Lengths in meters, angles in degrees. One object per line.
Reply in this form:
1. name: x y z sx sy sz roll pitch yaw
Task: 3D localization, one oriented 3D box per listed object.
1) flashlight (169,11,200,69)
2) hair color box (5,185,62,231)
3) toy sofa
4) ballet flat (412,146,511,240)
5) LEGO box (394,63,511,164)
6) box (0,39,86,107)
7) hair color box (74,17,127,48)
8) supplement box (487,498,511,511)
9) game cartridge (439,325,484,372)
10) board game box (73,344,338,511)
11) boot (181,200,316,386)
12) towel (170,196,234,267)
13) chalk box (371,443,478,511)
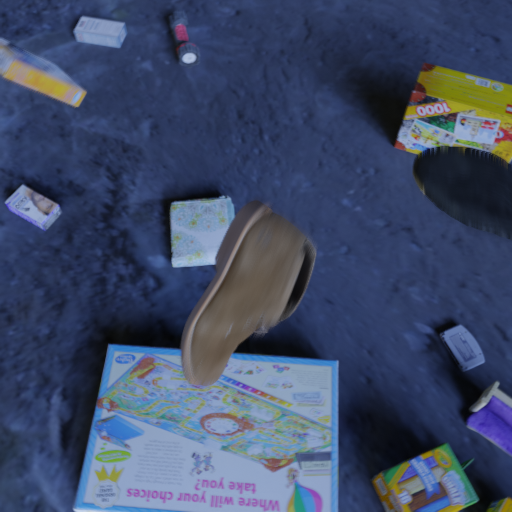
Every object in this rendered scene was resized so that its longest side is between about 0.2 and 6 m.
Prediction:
1. flashlight: -1.738 -5.261 13.497 0.548 0.550 1.619 -9 61 -9
2. hair color box: -4.450 -0.965 11.210 0.970 0.314 0.530 28 64 13
3. toy sofa: 4.175 2.779 8.924 1.474 0.611 0.719 37 66 19
4. ballet flat: 3.211 -0.569 6.913 2.823 0.802 0.938 31 94 26
5. LEGO box: 4.189 -2.724 11.393 2.291 1.706 0.884 19 63 11
6. box: -3.749 -3.137 9.575 1.055 1.772 0.367 42 106 23
7. hair color box: -3.816 -5.486 13.742 1.110 0.336 0.549 11 61 5
8. supplement box: 3.901 4.149 8.157 1.085 0.590 0.594 35 66 18
9. game cartridge: 3.643 1.613 9.855 0.503 0.154 0.755 -22 63 -8
10. board game box: -0.650 2.829 8.864 3.823 0.654 2.570 4 60 2
11. boot: -0.145 0.697 6.626 0.967 2.562 0.943 33 28 19
12. towel: -1.028 -0.479 10.924 1.263 0.355 1.476 -7 61 0
13. chalk box: 2.625 3.439 8.385 1.441 0.899 0.893 -19 62 -9
